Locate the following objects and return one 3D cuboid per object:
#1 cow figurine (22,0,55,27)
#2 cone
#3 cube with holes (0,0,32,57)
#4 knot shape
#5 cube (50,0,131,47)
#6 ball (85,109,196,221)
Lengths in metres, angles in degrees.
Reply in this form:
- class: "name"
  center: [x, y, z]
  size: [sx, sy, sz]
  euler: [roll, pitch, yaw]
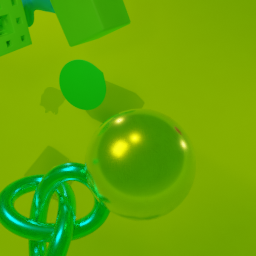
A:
- class: "cow figurine"
  center: [-2.199, -3.324, 6.879]
  size: [1.692, 1.720, 0.944]
  euler: [-12, 56, -48]
- class: "cone"
  center: [-0.766, -1.081, 6.164]
  size: [1.069, 1.069, 1.073]
  euler: [19, 30, 12]
- class: "cube with holes"
  center: [-2.524, -1.913, 5.052]
  size: [0.952, 0.952, 0.952]
  euler: [21, 42, 28]
- class: "knot shape"
  center: [-0.919, 1.126, 3.341]
  size: [1.407, 0.650, 1.316]
  euler: [-6, 64, 17]
- class: "cube"
  center: [-0.877, -2.807, 6.729]
  size: [1.188, 1.188, 1.188]
  euler: [-10, 19, 38]
- class: "ball"
  center: [0.129, 0.378, 3.001]
  size: [1.172, 1.172, 1.172]
  euler: [0, 57, 0]
